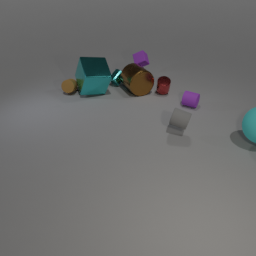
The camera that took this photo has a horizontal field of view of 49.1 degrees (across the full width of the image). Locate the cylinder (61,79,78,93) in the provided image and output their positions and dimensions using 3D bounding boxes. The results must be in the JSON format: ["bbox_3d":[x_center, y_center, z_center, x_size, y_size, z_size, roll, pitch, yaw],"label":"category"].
[{"bbox_3d":[-3.123,-2.261,14.993,0.700,0.700,0.700,3,16,6],"label":"cylinder"}]

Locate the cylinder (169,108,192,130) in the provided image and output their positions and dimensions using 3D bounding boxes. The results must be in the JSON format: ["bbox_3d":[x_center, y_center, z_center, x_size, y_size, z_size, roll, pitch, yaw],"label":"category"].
[{"bbox_3d":[2.080,-0.371,11.138,0.700,0.700,0.700,22,35,10],"label":"cylinder"}]

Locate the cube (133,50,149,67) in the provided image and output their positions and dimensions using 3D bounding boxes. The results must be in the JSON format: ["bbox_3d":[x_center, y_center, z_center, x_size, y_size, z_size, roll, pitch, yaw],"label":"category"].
[{"bbox_3d":[0.784,-4.116,16.781,0.700,0.700,0.700,-18,-14,23],"label":"cube"}]

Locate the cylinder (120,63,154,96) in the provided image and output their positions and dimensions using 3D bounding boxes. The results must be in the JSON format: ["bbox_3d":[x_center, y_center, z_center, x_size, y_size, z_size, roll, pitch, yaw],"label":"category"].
[{"bbox_3d":[0.484,-2.612,15.036,1.400,1.400,1.400,-12,33,-20],"label":"cylinder"}]

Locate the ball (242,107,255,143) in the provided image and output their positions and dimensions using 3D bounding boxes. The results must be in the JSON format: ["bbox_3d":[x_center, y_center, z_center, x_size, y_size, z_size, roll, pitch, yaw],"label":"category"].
[{"bbox_3d":[4.902,-0.106,10.203,1.400,1.400,1.400,0,30,0],"label":"ball"}]

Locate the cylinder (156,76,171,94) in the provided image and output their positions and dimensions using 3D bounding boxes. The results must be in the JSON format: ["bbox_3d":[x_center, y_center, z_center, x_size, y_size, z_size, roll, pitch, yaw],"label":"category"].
[{"bbox_3d":[1.873,-2.254,14.786,0.700,0.700,0.700,0,56,0],"label":"cylinder"}]

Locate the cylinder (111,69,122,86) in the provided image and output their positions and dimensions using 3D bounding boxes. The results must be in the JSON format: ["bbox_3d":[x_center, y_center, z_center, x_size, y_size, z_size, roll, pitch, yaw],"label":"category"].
[{"bbox_3d":[-0.622,-2.877,15.936,0.700,0.700,0.700,27,75,38],"label":"cylinder"}]

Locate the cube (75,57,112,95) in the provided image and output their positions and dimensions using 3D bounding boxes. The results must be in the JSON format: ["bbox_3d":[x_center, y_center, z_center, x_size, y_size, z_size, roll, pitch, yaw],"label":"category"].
[{"bbox_3d":[-1.819,-2.689,14.527,1.400,1.400,1.400,-5,60,-26],"label":"cube"}]

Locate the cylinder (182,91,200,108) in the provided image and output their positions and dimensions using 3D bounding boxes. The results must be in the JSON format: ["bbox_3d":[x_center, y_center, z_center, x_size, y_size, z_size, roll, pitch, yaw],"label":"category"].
[{"bbox_3d":[3.050,-1.400,13.608,0.700,0.700,0.700,18,35,23],"label":"cylinder"}]
